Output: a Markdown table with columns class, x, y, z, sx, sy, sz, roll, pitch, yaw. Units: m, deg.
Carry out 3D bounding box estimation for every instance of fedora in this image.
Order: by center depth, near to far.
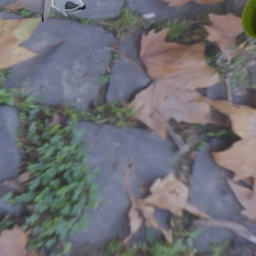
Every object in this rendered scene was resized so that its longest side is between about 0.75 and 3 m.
| class | x | y | z | sx | sy | sz | roll | pitch | yaw |
| --- | --- | --- | --- | --- | --- | --- | --- | --- | --- |
| fedora | -2.305 | -3.315 | 6.689 | 0.736 | 1.442 | 1.630 | -3 | 27 | -25 |

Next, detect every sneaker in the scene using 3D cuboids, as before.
| class | x | y | z | sx | sy | sz | roll | pitch | yaw |
| --- | --- | --- | --- | --- | --- | --- | --- | --- | --- |
| sneaker | -1.355 | -3.663 | 7.535 | 0.876 | 0.569 | 1.517 | 41 | 104 | -1 |

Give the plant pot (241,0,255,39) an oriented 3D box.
| class | x | y | z | sx | sy | sz | roll | pitch | yaw |
| --- | --- | --- | --- | --- | --- | --- | --- | --- | --- |
| plant pot | 3.579 | -2.550 | 6.520 | 1.232 | 1.279 | 1.279 | 7 | 63 | -34 |
